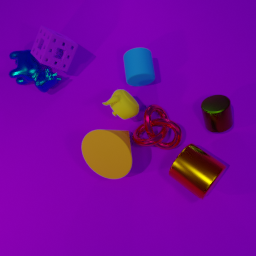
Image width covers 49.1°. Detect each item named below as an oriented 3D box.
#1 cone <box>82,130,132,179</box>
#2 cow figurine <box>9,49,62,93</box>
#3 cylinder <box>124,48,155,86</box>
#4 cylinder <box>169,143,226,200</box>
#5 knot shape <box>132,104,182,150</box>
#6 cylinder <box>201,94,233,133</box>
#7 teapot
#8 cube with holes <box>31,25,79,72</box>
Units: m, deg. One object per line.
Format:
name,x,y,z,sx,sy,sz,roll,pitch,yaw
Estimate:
cone,-0.294,0.419,8.224,1.539,1.539,1.545,31,35,9
cow figurine,-2.986,-1.891,9.050,1.571,0.876,1.596,-11,70,5
cylinder,0.358,-1.945,9.013,0.918,0.918,0.918,-6,74,-2
cylinder,1.937,1.206,7.864,1.159,1.159,1.159,36,77,24
knot shape,0.884,-0.060,8.598,1.482,0.685,1.387,1,74,0
cylinder,2.695,-0.432,8.464,0.846,0.846,0.846,-15,39,12
teapot,-0.184,-0.663,8.334,0.745,1.521,0.946,-43,62,14
cube with holes,-2.313,-2.480,8.783,0.928,0.928,0.928,43,112,41
